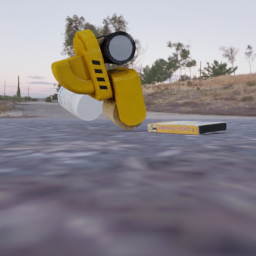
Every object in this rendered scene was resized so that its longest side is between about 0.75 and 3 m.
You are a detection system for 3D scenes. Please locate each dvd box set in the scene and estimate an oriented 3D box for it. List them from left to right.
[{"bbox_3d":[1.175,-0.019,5.679,0.944,0.190,1.290,-6,5,-40],"label":"dvd box set"}]

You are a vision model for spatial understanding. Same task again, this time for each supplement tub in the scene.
[{"bbox_3d":[-1.856,-1.052,10.809,1.169,1.169,1.771,-2,20,-38],"label":"supplement tub"}]

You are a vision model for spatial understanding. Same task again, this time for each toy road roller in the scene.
[{"bbox_3d":[-0.664,-0.952,6.038,1.626,2.228,1.369,-20,19,-15],"label":"toy road roller"}]
